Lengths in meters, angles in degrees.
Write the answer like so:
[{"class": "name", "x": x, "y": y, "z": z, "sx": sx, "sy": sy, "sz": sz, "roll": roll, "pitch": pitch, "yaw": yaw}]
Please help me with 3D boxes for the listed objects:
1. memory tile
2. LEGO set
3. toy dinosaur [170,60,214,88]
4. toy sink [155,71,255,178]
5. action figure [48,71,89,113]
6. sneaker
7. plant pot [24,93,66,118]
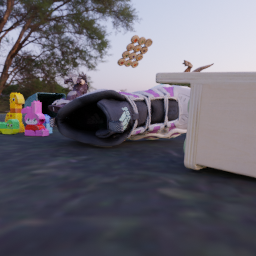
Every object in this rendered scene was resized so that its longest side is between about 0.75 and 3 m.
[{"class": "memory tile", "x": 0.240, "y": -2.533, "z": 9.409, "sx": 0.931, "sy": 1.215, "sz": 0.102, "roll": -1, "pitch": 48, "yaw": -42}, {"class": "LEGO set", "x": -2.795, "y": -0.383, "z": 6.996, "sx": 2.495, "sy": 1.024, "sz": 0.952, "roll": 2, "pitch": 3, "yaw": 24}, {"class": "toy dinosaur", "x": 2.275, "y": -1.572, "z": 11.081, "sx": 1.104, "sy": 2.573, "sz": 1.744, "roll": 41, "pitch": 3, "yaw": 24}, {"class": "toy sink", "x": 1.142, "y": -0.045, "z": 2.703, "sx": 1.610, "sy": 0.902, "sz": 1.050, "roll": 10, "pitch": 9, "yaw": 40}, {"class": "action figure", "x": -1.885, "y": -1.062, "z": 9.737, "sx": 0.791, "sy": 1.484, "sz": 2.281, "roll": -1, "pitch": 36, "yaw": 13}, {"class": "sneaker", "x": 0.104, "y": -0.162, "z": 4.536, "sx": 2.723, "sy": 1.059, "sz": 1.905, "roll": -9, "pitch": 5, "yaw": 4}, {"class": "plant pot", "x": -3.413, "y": -0.671, "z": 11.136, "sx": 1.189, "sy": 1.188, "sz": 1.682, "roll": -3, "pitch": -1, "yaw": -44}]
